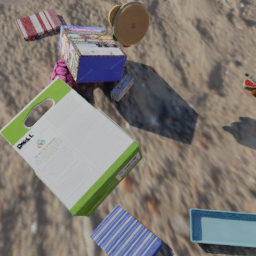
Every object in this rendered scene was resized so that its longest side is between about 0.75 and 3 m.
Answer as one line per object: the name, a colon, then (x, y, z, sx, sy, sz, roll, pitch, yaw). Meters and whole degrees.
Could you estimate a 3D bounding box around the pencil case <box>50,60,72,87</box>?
pencil case: (-2.166, -1.585, 9.319, 0.708, 0.686, 1.512, -15, 56, 19)

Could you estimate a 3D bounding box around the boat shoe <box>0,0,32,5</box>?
boat shoe: (-2.122, -3.260, 6.090, 2.155, 0.747, 0.763, -9, 93, 0)

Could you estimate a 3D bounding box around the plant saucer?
plant saucer: (2.735, 2.534, 7.010, 2.370, 0.225, 0.829, 4, 59, 3)

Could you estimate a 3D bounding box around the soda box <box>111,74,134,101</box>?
soda box: (-0.190, -1.347, 9.356, 0.305, 0.328, 0.961, 29, 62, 17)

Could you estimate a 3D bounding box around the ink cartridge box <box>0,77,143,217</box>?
ink cartridge box: (-0.789, 0.236, 4.015, 1.646, 0.624, 1.217, 41, 81, 19)

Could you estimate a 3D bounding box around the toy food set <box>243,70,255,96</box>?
toy food set: (4.638, -1.283, 9.343, 1.776, 0.280, 1.129, 32, 63, 18)

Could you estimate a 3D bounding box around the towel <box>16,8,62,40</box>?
towel: (-3.539, -4.147, 11.201, 1.611, 0.183, 1.160, -24, 63, -12)

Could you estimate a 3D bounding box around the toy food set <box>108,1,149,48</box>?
toy food set: (0.068, -2.937, 7.968, 1.271, 1.258, 0.309, -31, 44, -19)

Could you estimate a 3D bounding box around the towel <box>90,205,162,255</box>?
towel: (-0.039, 2.772, 6.916, 1.503, 0.179, 1.088, 36, 67, 22)

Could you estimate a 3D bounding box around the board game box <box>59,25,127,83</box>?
board game box: (-1.210, -2.452, 9.209, 1.588, 0.965, 1.992, -7, 45, -28)
